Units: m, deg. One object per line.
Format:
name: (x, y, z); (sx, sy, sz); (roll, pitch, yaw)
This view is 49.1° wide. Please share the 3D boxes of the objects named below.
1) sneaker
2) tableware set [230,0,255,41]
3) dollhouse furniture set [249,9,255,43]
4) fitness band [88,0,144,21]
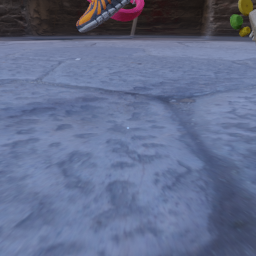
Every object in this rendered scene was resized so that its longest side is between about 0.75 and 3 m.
sneaker: (-0.672, -3.691, 7.500); (2.348, 1.315, 0.911); (-39, 17, -1)
tableware set: (3.137, -2.954, 7.069); (1.039, 1.542, 0.237); (33, -13, -21)
dollhouse furniture set: (3.402, -2.175, 5.100); (2.329, 2.214, 1.897); (-22, 52, 22)
fitness band: (-0.550, -4.227, 8.821); (2.273, 0.425, 1.632); (41, 54, 7)
